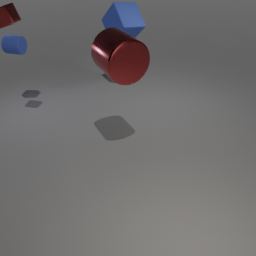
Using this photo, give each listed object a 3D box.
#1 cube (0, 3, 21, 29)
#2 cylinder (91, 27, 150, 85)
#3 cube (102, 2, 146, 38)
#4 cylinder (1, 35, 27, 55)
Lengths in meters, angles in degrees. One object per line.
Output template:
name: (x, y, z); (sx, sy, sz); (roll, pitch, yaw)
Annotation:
cube: (-4.823, -4.437, 11.068); (0.700, 0.700, 0.700); (-13, 30, 17)
cylinder: (-0.252, -2.233, 8.682); (1.400, 1.400, 1.400); (-15, 38, -23)
cube: (-0.236, -5.269, 14.039); (1.400, 1.400, 1.400); (-17, -8, -35)
cylinder: (-4.410, -3.231, 10.876); (0.700, 0.700, 0.700); (8, 32, 9)
